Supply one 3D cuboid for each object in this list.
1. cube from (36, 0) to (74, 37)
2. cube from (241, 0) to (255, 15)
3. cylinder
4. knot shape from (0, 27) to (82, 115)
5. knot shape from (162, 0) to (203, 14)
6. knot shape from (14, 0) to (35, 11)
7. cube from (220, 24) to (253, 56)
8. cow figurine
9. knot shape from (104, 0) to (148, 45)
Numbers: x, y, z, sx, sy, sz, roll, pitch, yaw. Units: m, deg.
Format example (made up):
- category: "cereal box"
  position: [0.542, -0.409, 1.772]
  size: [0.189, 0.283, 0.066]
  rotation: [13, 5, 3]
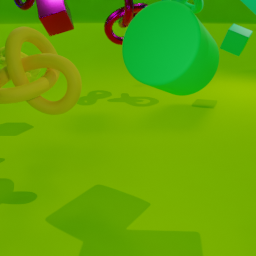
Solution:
- category: "cube"
  position: [-1.892, -2.960, 7.289]
  size: [0.703, 0.703, 0.703]
  rotation: [-16, -22, 2]
- category: "cube"
  position: [1.863, -2.000, 2.953]
  size: [1.234, 1.234, 1.234]
  rotation: [41, 6, -4]
- category: "cylinder"
  position: [0.665, -1.105, 4.156]
  size: [1.126, 1.126, 1.126]
  rotation: [14, 5, 30]
- category: "knot shape"
  position: [-1.618, -0.812, 4.511]
  size: [1.416, 1.513, 0.699]
  rotation: [-30, -7, -22]
- category: "knot shape"
  position: [1.811, -4.875, 9.728]
  size: [1.874, 1.754, 0.866]
  rotation: [16, 30, 42]
- category: "knot shape"
  position: [-2.321, -3.183, 6.280]
  size: [1.106, 1.035, 0.511]
  rotation: [17, 31, -12]
- category: "cube"
  position: [3.699, -3.011, 9.579]
  size: [0.712, 0.712, 0.712]
  rotation: [29, 45, 15]
- category: "cow figurine"
  position: [-2.137, -1.237, 5.455]
  size: [0.976, 0.544, 0.992]
  rotation: [23, -5, 46]
- category: "knot shape"
  position: [-0.022, -4.125, 10.071]
  size: [0.916, 1.855, 1.982]
  rotation: [34, 72, 11]
